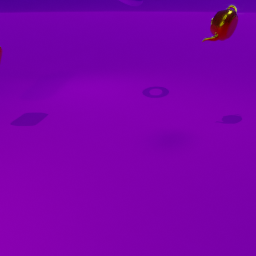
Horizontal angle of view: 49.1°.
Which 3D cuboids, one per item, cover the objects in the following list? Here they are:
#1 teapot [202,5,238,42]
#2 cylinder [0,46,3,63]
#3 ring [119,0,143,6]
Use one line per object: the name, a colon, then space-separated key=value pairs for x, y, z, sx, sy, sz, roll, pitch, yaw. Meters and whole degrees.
teapot: x=2.253 y=-2.481 z=6.769 sx=0.574 sy=1.171 sz=0.728 roll=33 pitch=-4 yaw=28
cylinder: x=-3.854 y=-1.818 z=7.453 sx=0.838 sy=0.838 sz=0.838 roll=0 pitch=66 yaw=0
ring: x=-0.158 y=-4.332 z=8.724 sx=1.468 sy=0.294 sz=1.468 roll=21 pitch=43 yaw=-21
